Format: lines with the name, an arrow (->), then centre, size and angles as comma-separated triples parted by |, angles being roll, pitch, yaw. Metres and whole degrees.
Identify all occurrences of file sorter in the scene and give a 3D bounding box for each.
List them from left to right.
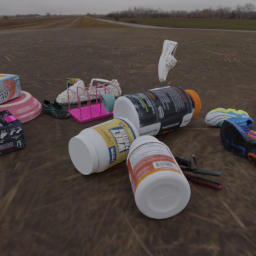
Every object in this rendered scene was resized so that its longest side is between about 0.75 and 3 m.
file sorter -> -1.351, -1.087, 11.037 | 1.789, 1.122, 1.243 | -15, 29, -30

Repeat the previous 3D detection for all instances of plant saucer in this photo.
plant saucer -> -4.889, -0.865, 11.066 | 2.801, 0.710, 2.801 | 0, 25, 0

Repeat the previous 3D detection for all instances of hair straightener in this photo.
hair straightener -> 1.589, 0.976, 7.120 | 1.721, 0.662, 0.352 | 13, 9, 33

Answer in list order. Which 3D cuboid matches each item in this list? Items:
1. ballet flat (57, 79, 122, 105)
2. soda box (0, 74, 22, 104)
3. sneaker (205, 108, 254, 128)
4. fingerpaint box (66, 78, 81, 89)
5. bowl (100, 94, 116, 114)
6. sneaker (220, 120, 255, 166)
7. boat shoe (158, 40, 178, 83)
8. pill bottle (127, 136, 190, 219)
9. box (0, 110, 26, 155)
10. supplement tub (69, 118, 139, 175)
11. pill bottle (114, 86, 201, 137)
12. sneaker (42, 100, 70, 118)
ballet flat -> -1.763, -1.730, 12.654 | 2.978, 1.069, 1.069 | -9, 26, -17
soda box -> -5.085, -1.266, 10.091 | 0.901, 0.837, 2.634 | 9, 25, 19
sneaker -> 3.634, -0.284, 9.843 | 1.745, 0.661, 0.916 | -7, 26, -17
fingerpaint box -> -2.567, -1.929, 13.251 | 0.678, 0.812, 0.298 | 11, 28, 21
bowl -> -0.675, -0.934, 10.249 | 0.404, 0.772, 0.772 | -23, 30, -12
sneaker -> 3.607, 0.458, 8.212 | 0.895, 0.859, 2.282 | -5, 33, -28
boat shoe -> 1.540, -2.546, 10.623 | 0.602, 1.736, 0.615 | 8, -12, 17
pill bottle -> 0.588, 0.992, 6.481 | 1.151, 1.151, 2.053 | -3, 24, -7
box -> -3.943, 0.126, 8.701 | 0.994, 0.863, 1.504 | -20, 29, -33
supplement tub -> -0.621, 0.470, 7.531 | 1.193, 1.193, 1.649 | 22, 32, 40
pill bottle -> 1.091, -0.573, 9.421 | 2.886, 1.533, 1.533 | -15, 29, -29
sneaker -> -2.863, -0.744, 11.004 | 1.362, 0.540, 0.514 | 14, 28, 25
